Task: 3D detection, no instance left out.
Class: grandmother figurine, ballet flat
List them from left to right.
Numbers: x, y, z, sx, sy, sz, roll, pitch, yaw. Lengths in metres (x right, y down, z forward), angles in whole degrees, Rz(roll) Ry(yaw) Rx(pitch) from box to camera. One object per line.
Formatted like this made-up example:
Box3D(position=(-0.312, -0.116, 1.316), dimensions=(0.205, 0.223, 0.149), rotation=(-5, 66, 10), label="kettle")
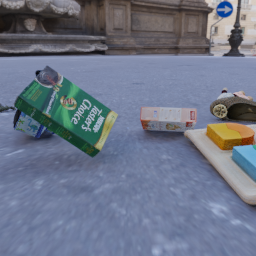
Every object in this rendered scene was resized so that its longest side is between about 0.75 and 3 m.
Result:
Box3D(position=(3.326, -0.840, 8.722), dimensions=(1.841, 0.558, 1.117), rotation=(-8, 36, -47), label="grandmother figurine")
Box3D(position=(3.328, -0.411, 7.648), dimensions=(2.125, 0.716, 0.493), rotation=(9, 36, 14), label="ballet flat")

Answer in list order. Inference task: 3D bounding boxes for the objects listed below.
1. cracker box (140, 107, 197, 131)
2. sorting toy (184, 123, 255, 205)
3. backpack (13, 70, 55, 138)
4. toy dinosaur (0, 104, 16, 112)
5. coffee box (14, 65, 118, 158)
Box3D(position=(0.955, -0.193, 6.670), dimensions=(1.263, 0.364, 0.846), rotation=(2, -15, 9), label="cracker box")
Box3D(position=(2.716, 0.352, 5.062), dimensions=(2.647, 0.522, 2.860), rotation=(-5, 18, -8), label="sorting toy")
Box3D(position=(-1.976, -0.466, 6.556), dimensions=(1.045, 1.301, 1.422), rotation=(24, 23, -16), label="backpack")
Box3D(position=(-4.075, -0.605, 8.914), dimensions=(0.415, 0.223, 0.941), rotation=(20, 29, 35), label="toy dinosaur")
Box3D(position=(-1.071, -0.318, 5.208), dimensions=(1.692, 0.372, 1.040), rotation=(36, 46, -12), label="coffee box")
